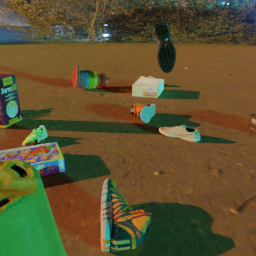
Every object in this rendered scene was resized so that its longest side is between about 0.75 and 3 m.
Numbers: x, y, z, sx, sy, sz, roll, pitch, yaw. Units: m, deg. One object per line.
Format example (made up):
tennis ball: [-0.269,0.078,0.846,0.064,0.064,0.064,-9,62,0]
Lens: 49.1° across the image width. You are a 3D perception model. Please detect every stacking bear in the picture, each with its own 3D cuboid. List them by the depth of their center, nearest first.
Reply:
stacking bear: [-2.159,-2.934,16.891,2.121,1.288,1.206,2,63,-22]

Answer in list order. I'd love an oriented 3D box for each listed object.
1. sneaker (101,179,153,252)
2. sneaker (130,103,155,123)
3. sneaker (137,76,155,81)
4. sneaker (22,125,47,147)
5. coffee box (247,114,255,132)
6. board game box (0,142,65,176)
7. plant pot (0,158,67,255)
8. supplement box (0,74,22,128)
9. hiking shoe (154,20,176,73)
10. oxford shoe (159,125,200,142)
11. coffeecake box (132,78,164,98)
sneaker: [-0.046,1.759,5.787,1.021,0.707,1.823,2,32,-7]
sneaker: [0.481,-0.652,11.895,1.006,0.697,1.796,4,11,20]
sneaker: [1.171,-2.923,17.834,1.484,0.575,0.591,9,37,40]
sneaker: [-3.231,0.286,9.615,0.466,0.472,1.236,6,23,11]
coffee box: [5.454,-0.216,10.721,1.473,0.587,0.843,-9,23,-21]
board game box: [-2.839,0.956,7.995,1.850,0.414,1.244,-9,23,-21]
plant pot: [-1.778,1.694,3.621,2.391,2.270,2.391,0,23,0]
supplement box: [-4.981,-1.097,11.104,0.830,1.938,1.069,6,22,16]
hiking shoe: [1.792,-3.765,13.125,0.894,2.404,1.042,-6,3,13]
oxford shoe: [1.861,0.105,10.117,1.570,0.453,0.590,12,28,34]
coffeecake box: [1.166,-2.301,15.853,1.436,0.683,1.870,6,22,15]
